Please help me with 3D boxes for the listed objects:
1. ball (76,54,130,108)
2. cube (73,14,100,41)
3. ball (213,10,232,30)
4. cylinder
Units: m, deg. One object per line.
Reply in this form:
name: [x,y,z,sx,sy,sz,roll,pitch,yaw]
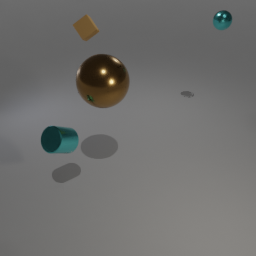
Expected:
ball: [-0.654,-1.215,7.313,1.400,1.400,1.400,0,32,0]
cube: [-1.649,-3.959,11.116,0.700,0.700,0.700,-33,9,10]
ball: [3.524,-4.014,10.450,0.700,0.700,0.700,0,32,0]
cylinder: [-1.765,0.311,7.272,0.700,0.700,0.700,20,5,28]
